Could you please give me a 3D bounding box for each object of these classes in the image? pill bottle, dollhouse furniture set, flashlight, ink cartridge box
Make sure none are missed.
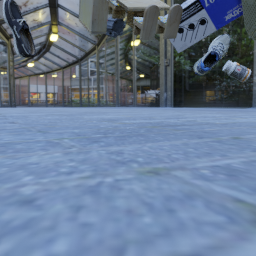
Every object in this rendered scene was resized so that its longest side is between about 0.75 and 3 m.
[{"bbox_3d":[3.591,-1.883,9.258,0.804,0.468,0.468,28,5,-1],"label":"pill bottle"},{"bbox_3d":[0.006,-2.278,4.843,1.555,1.033,1.363,-13,44,-26],"label":"dollhouse furniture set"},{"bbox_3d":[-0.787,-3.530,9.295,0.694,0.691,2.042,-31,36,-20],"label":"flashlight"},{"bbox_3d":[1.990,-2.986,7.348,2.147,1.009,0.475,-27,31,30],"label":"ink cartridge box"}]

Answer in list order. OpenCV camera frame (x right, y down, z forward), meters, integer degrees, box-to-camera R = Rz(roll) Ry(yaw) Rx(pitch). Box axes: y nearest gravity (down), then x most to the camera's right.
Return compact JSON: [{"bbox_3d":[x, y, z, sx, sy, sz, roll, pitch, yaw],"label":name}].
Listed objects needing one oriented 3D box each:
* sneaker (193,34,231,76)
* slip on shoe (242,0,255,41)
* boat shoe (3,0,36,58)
[{"bbox_3d":[1.505,-1.260,4.801,0.328,0.852,0.363,37,0,-5],"label":"sneaker"},{"bbox_3d":[3.008,-3.332,6.056,0.861,2.813,1.042,-24,36,-2],"label":"slip on shoe"},{"bbox_3d":[-3.333,-3.077,8.692,0.538,1.784,0.659,5,25,27],"label":"boat shoe"}]
